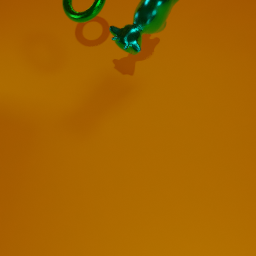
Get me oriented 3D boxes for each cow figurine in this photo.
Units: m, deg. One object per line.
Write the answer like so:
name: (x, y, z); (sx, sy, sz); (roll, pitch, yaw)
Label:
cow figurine: (0.370, -2.422, 6.219); (0.882, 1.607, 1.581); (40, 44, 6)

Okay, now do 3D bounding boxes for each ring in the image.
ring: (-1.125, -3.347, 7.165); (1.321, 0.264, 1.321); (-3, 84, 25)
